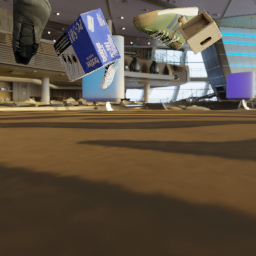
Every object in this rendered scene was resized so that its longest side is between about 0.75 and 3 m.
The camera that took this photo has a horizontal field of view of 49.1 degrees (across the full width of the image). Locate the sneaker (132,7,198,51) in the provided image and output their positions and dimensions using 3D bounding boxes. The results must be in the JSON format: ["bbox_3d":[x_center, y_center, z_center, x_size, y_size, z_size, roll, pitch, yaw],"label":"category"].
[{"bbox_3d":[1.263,-2.794,8.112,2.504,1.124,0.840,-22,16,-36],"label":"sneaker"}]

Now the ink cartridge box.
[{"bbox_3d":[-1.270,-2.172,7.869,0.607,1.291,2.746,-30,13,-25],"label":"ink cartridge box"}]

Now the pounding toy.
[{"bbox_3d":[1.427,-2.117,6.279,0.943,1.073,0.491,-32,-50,19],"label":"pounding toy"}]

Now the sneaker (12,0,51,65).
[{"bbox_3d":[-2.951,-2.848,8.353,1.076,1.286,2.832,7,-18,-18],"label":"sneaker"}]

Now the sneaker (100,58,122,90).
[{"bbox_3d":[-0.655,-1.908,9.493,0.462,1.274,0.458,21,9,-38],"label":"sneaker"}]
